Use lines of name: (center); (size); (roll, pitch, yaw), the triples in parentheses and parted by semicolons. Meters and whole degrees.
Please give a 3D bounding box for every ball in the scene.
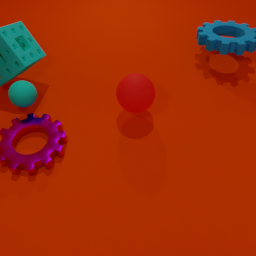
ball: (0.219, -0.983, 7.929); (1.109, 1.109, 1.109); (0, 53, 0)
ball: (-2.951, -0.949, 7.864); (0.756, 0.756, 0.756); (0, 53, 0)

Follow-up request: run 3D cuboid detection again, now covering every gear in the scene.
gear: (3.394, -3.106, 9.526); (2.040, 0.377, 2.040); (-1, 41, 1)
gear: (-2.631, 0.402, 7.661); (1.846, 0.341, 1.846); (0, 53, 0)

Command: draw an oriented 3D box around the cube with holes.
cube with holes: (-3.532, -2.238, 8.424); (1.215, 1.215, 1.215); (-26, 20, 27)
